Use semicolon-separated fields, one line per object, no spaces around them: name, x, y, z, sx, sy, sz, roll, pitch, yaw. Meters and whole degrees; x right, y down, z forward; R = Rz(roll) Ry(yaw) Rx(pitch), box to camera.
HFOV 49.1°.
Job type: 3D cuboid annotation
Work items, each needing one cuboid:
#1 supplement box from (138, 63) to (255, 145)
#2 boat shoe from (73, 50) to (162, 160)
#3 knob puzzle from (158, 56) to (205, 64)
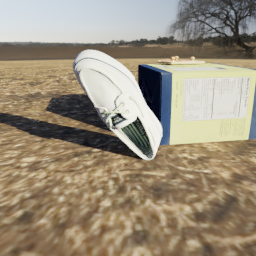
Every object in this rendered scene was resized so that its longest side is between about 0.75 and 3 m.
supplement box;1.938;-0.892;8.420;2.818;1.894;2.821;-3;18;-9
boat shoe;-0.090;-0.383;5.871;1.023;2.782;0.929;-28;35;29
knob puzzle;1.610;-2.256;9.244;1.547;0.215;1.547;0;16;0
